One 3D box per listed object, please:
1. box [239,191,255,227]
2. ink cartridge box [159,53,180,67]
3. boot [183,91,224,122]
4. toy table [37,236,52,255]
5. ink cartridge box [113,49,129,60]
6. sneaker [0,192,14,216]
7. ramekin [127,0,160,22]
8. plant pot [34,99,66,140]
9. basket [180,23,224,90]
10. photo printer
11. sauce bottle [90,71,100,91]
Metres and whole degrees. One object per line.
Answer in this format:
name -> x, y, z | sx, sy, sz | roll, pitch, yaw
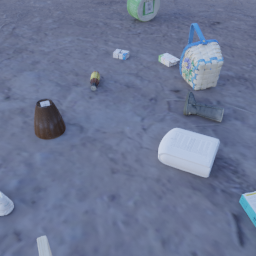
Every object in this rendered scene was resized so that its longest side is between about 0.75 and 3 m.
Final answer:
box -> 4.058, 2.660, 8.199 | 0.702, 0.419, 1.705 | -9, 40, -10
ink cartridge box -> 2.381, -3.899, 16.173 | 0.667, 0.383, 1.138 | -24, 45, -27
boot -> 3.395, -0.970, 12.457 | 1.684, 0.611, 1.531 | 6, 53, 17
toy table -> -1.592, 3.668, 6.249 | 2.346, 1.374, 2.157 | -23, 45, -24
ink cartridge box -> -0.409, -4.431, 16.849 | 0.823, 0.347, 0.595 | 15, 42, 17
sneaker -> -4.444, 2.022, 8.710 | 1.961, 0.786, 0.690 | 14, 43, 18
ramekin -> 1.257, -9.363, 21.280 | 2.456, 2.456, 1.199 | -22, 52, -24
plant pot -> -3.224, -0.447, 11.234 | 1.267, 1.355, 1.267 | 0, 40, 0
basket -> 3.556, -3.532, 14.117 | 1.948, 2.470, 2.801 | -7, 51, -2
photo printer -> 2.163, 0.814, 10.218 | 1.997, 0.693, 1.661 | 16, 43, 19
sauce bottle -> -1.707, -2.402, 14.303 | 0.463, 0.463, 1.403 | 1, 39, 1
